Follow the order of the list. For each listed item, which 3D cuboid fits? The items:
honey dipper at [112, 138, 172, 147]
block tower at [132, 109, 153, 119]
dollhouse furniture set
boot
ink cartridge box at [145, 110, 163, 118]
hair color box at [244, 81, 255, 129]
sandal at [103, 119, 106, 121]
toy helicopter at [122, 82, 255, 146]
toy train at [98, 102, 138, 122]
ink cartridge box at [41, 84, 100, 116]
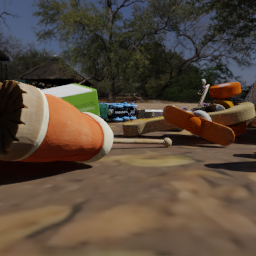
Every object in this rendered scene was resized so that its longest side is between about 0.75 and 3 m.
[{"bbox_3d":[0.063,0.256,4.986,1.485,0.282,0.282,3,5,-12],"label":"honey dipper"},{"bbox_3d":[0.359,-0.615,12.182,1.547,0.447,0.418,1,6,-3],"label":"block tower"},{"bbox_3d":[2.068,-0.582,7.862,1.354,1.213,1.709,26,30,18],"label":"dollhouse furniture set"},{"bbox_3d":[-1.528,0.059,4.059,2.847,1.068,1.526,5,-6,43],"label":"boot"},{"bbox_3d":[1.272,-0.360,9.481,1.401,0.475,0.806,2,7,5],"label":"ink cartridge box"},{"bbox_3d":[3.626,-0.584,7.011,1.157,0.709,2.338,2,-14,12],"label":"hair color box"},{"bbox_3d":[-1.648,-0.486,11.137,1.612,0.386,0.606,0,6,5],"label":"sandal"},{"bbox_3d":[1.229,-0.122,6.143,2.908,1.147,1.923,-9,12,17],"label":"toy helicopter"},{"bbox_3d":[-0.352,-0.652,10.808,0.968,0.735,1.695,11,11,35],"label":"toy train"},{"bbox_3d":[-2.676,-0.776,9.998,2.696,1.021,1.992,-17,22,-28],"label":"ink cartridge box"}]
